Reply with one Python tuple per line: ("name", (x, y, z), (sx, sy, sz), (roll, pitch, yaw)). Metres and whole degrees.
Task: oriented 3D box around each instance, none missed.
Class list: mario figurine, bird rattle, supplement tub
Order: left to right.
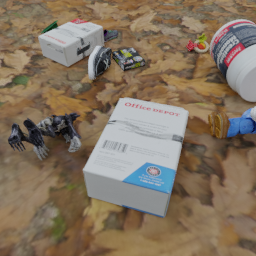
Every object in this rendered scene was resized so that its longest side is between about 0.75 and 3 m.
("bird rattle", (3.156, -3.669, 12.396), (1.056, 0.595, 0.861), (-34, 70, -26))
("supplement tub", (4.304, -2.474, 10.132), (1.951, 1.951, 2.780), (-5, 45, -5))
("mario figurine", (3.995, -0.478, 8.368), (2.998, 1.589, 1.850), (-5, 41, -2))

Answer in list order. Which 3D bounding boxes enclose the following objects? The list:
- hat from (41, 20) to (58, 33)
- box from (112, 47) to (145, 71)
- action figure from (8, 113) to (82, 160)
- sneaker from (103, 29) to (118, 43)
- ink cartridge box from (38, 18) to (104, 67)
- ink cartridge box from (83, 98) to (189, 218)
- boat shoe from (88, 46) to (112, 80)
("hat", (-3.410, -4.460, 13.475), (1.207, 1.062, 1.000), (2, 48, 49))
("box", (0.010, -2.914, 11.774), (0.994, 0.275, 1.240), (-18, 47, -18))
("action figure", (-2.149, 0.231, 7.909), (1.467, 1.260, 2.469), (-19, -1, 19))
("sneaker", (-0.872, -4.455, 13.173), (0.433, 0.510, 1.165), (28, 51, 25))
("ink cartridge box", (-2.400, -3.740, 12.095), (1.649, 0.957, 2.286), (28, 51, 28))
("ink cartridge box", (0.341, 0.627, 7.517), (2.064, 1.191, 2.845), (12, 46, 12))
("boat shoe", (-1.062, -2.628, 11.187), (0.752, 0.796, 2.219), (4, 38, 6))
